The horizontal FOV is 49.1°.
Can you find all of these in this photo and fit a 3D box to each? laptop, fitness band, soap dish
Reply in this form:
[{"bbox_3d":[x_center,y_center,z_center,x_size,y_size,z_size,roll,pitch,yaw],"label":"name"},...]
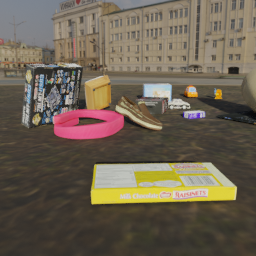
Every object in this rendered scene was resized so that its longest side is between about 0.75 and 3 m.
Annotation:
[{"bbox_3d":[5.411,-1.005,10.459,2.599,1.515,2.933,-8,15,-34],"label":"laptop"},{"bbox_3d":[-1.224,-0.164,9.122,1.987,0.518,2.767,6,14,13],"label":"fitness band"},{"bbox_3d":[-1.295,-1.487,12.440,1.159,1.474,0.599,-26,45,-29],"label":"soap dish"}]

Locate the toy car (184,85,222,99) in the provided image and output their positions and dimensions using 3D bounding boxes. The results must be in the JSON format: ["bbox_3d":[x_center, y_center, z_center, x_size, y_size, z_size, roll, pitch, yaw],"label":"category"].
[{"bbox_3d":[4.852,-2.369,18.251,2.391,0.796,1.173,2,13,13],"label":"toy car"}]

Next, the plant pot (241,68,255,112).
[{"bbox_3d":[5.355,-1.209,10.723,1.868,1.868,1.994,4,29,18],"label":"plant pot"}]

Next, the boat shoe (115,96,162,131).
[{"bbox_3d":[0.378,-0.550,9.247,1.873,0.693,0.692,28,13,28],"label":"boat shoe"}]

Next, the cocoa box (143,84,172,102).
[{"bbox_3d":[1.639,-1.990,15.962,1.545,1.031,1.014,0,13,-1],"label":"cocoa box"}]

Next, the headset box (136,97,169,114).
[{"bbox_3d":[1.096,-1.026,12.596,1.209,0.610,1.626,4,13,18],"label":"headset box"}]

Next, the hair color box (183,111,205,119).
[{"bbox_3d":[2.661,-0.536,11.258,0.772,0.250,0.422,-8,14,-23],"label":"hair color box"}]

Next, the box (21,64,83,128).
[{"bbox_3d":[-2.604,-1.163,9.771,0.523,2.104,2.089,27,26,33],"label":"box"}]

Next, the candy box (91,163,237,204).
[{"bbox_3d":[0.515,0.891,4.713,2.208,0.292,1.128,0,10,-4],"label":"candy box"}]

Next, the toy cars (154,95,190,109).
[{"bbox_3d":[1.926,-1.331,14.105,2.524,0.559,1.132,12,17,42],"label":"toy cars"}]
